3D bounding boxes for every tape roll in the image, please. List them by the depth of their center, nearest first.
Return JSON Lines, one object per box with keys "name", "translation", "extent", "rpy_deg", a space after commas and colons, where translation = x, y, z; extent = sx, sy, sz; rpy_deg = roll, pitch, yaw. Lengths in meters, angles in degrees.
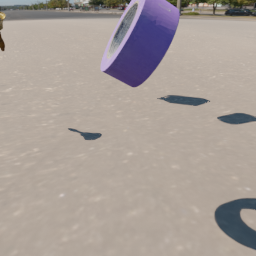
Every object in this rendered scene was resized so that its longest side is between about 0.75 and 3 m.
{"name": "tape roll", "translation": [0.142, -1.351, 4.281], "extent": [0.578, 1.359, 1.359], "rpy_deg": [25, 19, -21]}

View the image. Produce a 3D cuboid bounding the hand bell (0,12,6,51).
{"name": "hand bell", "translation": [-3.605, -2.621, 7.804], "extent": [0.559, 1.073, 0.559], "rpy_deg": [5, 49, -6]}
